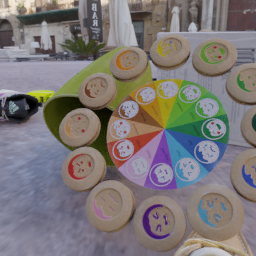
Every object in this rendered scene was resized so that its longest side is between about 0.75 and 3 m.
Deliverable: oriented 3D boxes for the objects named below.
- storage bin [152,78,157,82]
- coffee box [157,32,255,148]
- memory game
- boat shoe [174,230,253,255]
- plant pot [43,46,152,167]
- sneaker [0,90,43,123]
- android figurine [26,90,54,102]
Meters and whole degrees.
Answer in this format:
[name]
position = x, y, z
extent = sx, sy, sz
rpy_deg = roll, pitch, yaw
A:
[storage bin]
position = 1.045, -1.828, 12.735
extent = 1.581, 0.741, 1.069
rpy_deg = -10, 19, -29
[coffee box]
position = 2.295, -1.172, 7.290
extent = 2.483, 2.480, 2.456
rpy_deg = 8, 18, 24
[memory game]
position = 0.416, -0.035, 3.206
extent = 2.698, 2.698, 0.172
rpy_deg = 6, -23, 20
[boat shoe]
position = 0.631, 1.244, 2.028
extent = 0.841, 0.789, 2.282
rpy_deg = 6, 17, 20
[plant pot]
position = -0.252, -0.567, 5.066
extent = 1.771, 1.771, 1.892
rpy_deg = 7, 51, 23
[sneaker]
position = -3.627, -0.602, 7.912
extent = 1.904, 1.058, 2.723
rpy_deg = 8, 19, 28
[android figurine]
position = -3.692, -1.288, 11.578
extent = 1.500, 0.338, 1.648
rpy_deg = 3, 17, 10
